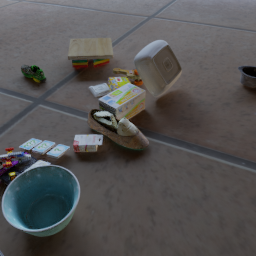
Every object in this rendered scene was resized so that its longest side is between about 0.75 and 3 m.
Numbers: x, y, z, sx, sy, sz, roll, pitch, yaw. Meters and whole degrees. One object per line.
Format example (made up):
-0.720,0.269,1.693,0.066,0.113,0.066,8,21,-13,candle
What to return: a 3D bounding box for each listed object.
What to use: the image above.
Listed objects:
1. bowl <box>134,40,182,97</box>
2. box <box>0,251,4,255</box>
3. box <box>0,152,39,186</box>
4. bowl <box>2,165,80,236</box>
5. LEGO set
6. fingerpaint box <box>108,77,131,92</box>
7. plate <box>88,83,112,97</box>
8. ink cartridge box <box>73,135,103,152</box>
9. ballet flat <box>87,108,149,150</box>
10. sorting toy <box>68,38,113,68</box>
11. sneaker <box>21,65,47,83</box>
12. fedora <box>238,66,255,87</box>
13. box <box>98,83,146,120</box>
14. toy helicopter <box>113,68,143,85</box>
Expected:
1.275,-2.343,10.727,1.862,1.859,0.695,-45,22,-30,bowl
-3.160,3.295,4.644,2.649,0.640,2.098,-31,57,-34,box
-2.770,1.304,7.678,1.451,0.262,1.038,23,45,28,box
-1.917,1.787,6.511,1.702,0.890,1.702,0,45,0,bowl
-2.842,0.740,7.894,1.497,0.492,2.004,12,29,22,LEGO set
-0.298,-1.669,11.213,0.795,0.349,0.952,-6,39,-20,fingerpaint box
-1.106,-1.571,11.328,0.799,0.129,0.798,-18,43,-21,plate
-1.214,0.469,8.675,0.872,0.294,0.508,-1,39,1,ink cartridge box
-0.384,-0.026,8.899,2.325,0.782,0.792,21,43,24,ballet flat
-1.742,-3.546,13.302,2.002,0.701,2.014,-3,39,-5,sorting toy
-4.075,-2.487,12.062,1.471,0.627,0.574,25,45,28,sneaker
5.109,-2.080,11.572,1.335,0.603,1.181,-8,41,-19,fedora
-0.176,-0.848,9.900,0.875,0.789,1.556,30,47,31,box
0.099,-2.398,12.002,1.549,0.611,1.024,14,39,20,toy helicopter
